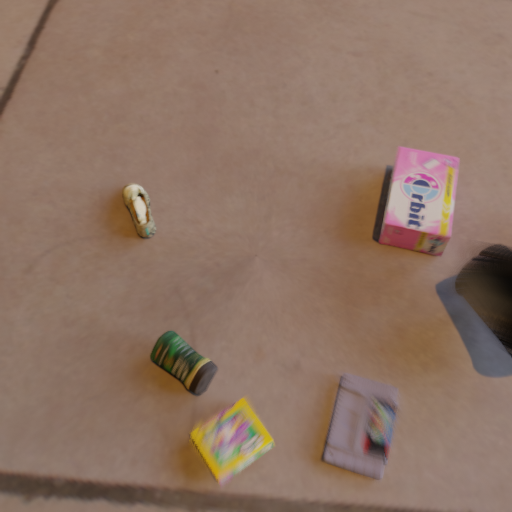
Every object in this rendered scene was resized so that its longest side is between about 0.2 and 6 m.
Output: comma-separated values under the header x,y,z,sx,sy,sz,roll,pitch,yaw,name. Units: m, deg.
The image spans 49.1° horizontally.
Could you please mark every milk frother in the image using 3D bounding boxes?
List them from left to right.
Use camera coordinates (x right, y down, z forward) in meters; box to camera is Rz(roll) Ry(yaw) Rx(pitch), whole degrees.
x,y,z,sx,sy,sz,roll,pitch,yaw,name
4.652,0.574,9.230,1.891,1.707,1.779,-13,43,-12,milk frother

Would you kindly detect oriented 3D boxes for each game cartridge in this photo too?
x,y,z,sx,sy,sz,roll,pitch,yaw,name
1.736,2.753,9.152,0.980,0.290,1.511,12,59,12,game cartridge

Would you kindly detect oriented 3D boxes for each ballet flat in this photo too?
x,y,z,sx,sy,sz,roll,pitch,yaw,name
-2.374,-1.053,11.298,0.501,0.556,1.478,-18,60,-12,ballet flat

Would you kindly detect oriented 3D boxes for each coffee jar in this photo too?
x,y,z,sx,sy,sz,roll,pitch,yaw,name
-1.218,1.816,9.510,1.138,0.486,0.594,33,108,19,coffee jar

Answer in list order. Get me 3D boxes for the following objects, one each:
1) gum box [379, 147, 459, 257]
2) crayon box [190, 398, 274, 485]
x,y,z,sx,sy,sz,roll,pitch,yaw,name
3.290,-1.172,11.263,1.232,0.718,2.171,12,59,9,gum box
-0.385,2.933,8.926,1.033,0.301,0.892,-31,55,-15,crayon box
